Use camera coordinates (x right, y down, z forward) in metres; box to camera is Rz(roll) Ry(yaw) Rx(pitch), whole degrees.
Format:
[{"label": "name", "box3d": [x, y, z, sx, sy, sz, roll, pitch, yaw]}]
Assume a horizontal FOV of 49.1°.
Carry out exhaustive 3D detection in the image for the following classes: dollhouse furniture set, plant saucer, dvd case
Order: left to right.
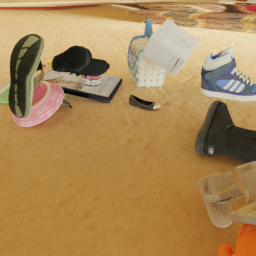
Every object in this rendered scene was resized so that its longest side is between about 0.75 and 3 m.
[{"label": "plant saucer", "box3d": [-3.013, -0.890, 9.095, 1.868, 0.473, 1.868, -14, 46, 15]}, {"label": "dvd case", "box3d": [-1.892, -1.840, 11.313, 2.999, 0.263, 2.140, 13, 31, 6]}, {"label": "dollhouse furniture set", "box3d": [3.116, 1.282, 4.560, 2.796, 1.820, 2.569, -14, -10, -17]}]

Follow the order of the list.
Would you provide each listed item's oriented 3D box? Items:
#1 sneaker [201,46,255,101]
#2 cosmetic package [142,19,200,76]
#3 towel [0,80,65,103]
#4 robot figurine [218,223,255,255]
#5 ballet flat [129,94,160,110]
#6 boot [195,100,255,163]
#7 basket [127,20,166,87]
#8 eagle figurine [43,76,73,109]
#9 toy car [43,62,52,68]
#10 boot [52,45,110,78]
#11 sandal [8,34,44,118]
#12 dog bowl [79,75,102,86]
[{"label": "sneaker", "box3d": [4.048, -2.084, 10.538, 2.530, 1.852, 1.019, 6, 31, 11]}, {"label": "cosmetic package", "box3d": [1.558, -2.929, 10.200, 1.478, 0.908, 1.473, 36, 54, 1]}, {"label": "towel", "box3d": [-3.749, -1.368, 10.891, 2.624, 0.307, 2.002, 5, 32, 5]}, {"label": "robot figurine", "box3d": [2.119, 2.063, 4.107, 1.097, 1.353, 1.880, 39, 37, 0]}, {"label": "ballet flat", "box3d": [0.562, -0.908, 10.009, 1.231, 0.350, 0.409, 15, 33, 25]}, {"label": "boot", "box3d": [3.437, 0.201, 7.470, 2.747, 0.902, 2.264, 10, 42, 25]}, {"label": "basket", "box3d": [0.851, -3.108, 11.953, 1.757, 2.228, 2.526, 2, 41, -1]}, {"label": "eagle figurine", "box3d": [-2.635, -1.126, 9.890, 0.980, 1.291, 0.974, -19, -5, 16]}, {"label": "toy car", "box3d": [-3.899, -3.090, 13.990, 0.709, 0.168, 0.753, 16, 34, 25]}, {"label": "boot", "box3d": [-1.270, -2.013, 8.813, 1.606, 0.725, 1.960, -1, 2, -43]}, {"label": "sandal", "box3d": [-2.602, -1.349, 7.322, 0.894, 2.252, 0.643, 31, 26, 23]}, {"label": "dog bowl", "box3d": [-1.472, -2.012, 11.134, 0.901, 0.332, 0.901, 6, 32, -4]}]
